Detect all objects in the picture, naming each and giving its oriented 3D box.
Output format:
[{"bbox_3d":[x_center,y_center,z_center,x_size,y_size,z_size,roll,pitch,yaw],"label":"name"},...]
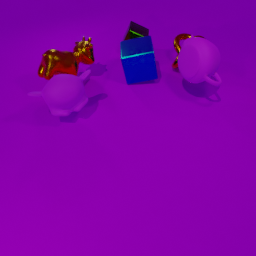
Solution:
[{"bbox_3d":[0.268,-3.343,10.436,0.777,0.777,0.777,21,44,-13],"label":"cube"},{"bbox_3d":[0.357,-2.233,9.216,1.049,1.049,1.049,-9,46,7],"label":"cube"},{"bbox_3d":[-1.808,-0.999,7.879,1.813,1.093,1.305,-24,25,-12],"label":"monkey head"},{"bbox_3d":[2.076,-2.759,9.692,1.459,0.674,1.366,-22,56,30],"label":"knot shape"},{"bbox_3d":[2.120,-2.040,8.251,1.022,1.298,2.088,-9,60,-27],"label":"teapot"},{"bbox_3d":[-1.870,-2.188,8.754,1.706,1.679,0.936,11,10,-46],"label":"cow figurine"}]
